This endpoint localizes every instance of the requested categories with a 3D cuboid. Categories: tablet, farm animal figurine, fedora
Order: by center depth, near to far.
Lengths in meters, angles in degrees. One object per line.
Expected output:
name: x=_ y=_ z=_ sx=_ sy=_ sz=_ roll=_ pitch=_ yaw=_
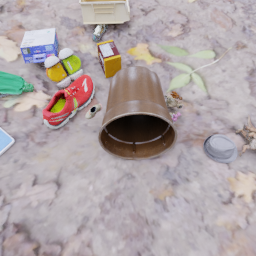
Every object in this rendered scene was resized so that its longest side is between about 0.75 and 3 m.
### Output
fedora: x=3.595 y=0.679 z=10.691 sx=1.343 sy=0.606 sz=1.188 roll=19 pitch=62 yaw=11
tablet: x=-5.870 y=0.386 z=11.116 sx=2.461 sy=0.168 sz=1.601 roll=35 pitch=66 yaw=19
farm animal figurine: x=1.857 y=-0.733 z=11.218 sx=0.653 sy=1.049 sz=1.299 roll=12 pitch=73 yaw=-25

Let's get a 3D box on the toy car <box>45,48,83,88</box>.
toy car: x=-2.882 y=-2.663 z=12.409 sx=1.600 sy=1.400 sz=1.200 roll=-36 pitch=28 yaw=-16

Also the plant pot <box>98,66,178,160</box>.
plant pot: x=0.323 y=-0.653 z=10.451 sx=2.747 sy=2.747 sz=2.719 roll=-1 pitch=51 yaw=0

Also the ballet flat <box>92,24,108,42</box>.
ballet flat: x=-1.389 y=-5.004 z=14.065 sx=0.547 sy=0.547 sz=1.520 roll=16 pitch=61 yaw=9

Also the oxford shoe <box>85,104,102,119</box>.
oxford shoe: x=-1.361 y=-0.615 z=10.459 sx=0.347 sy=0.939 sz=0.332 roll=-14 pitch=70 yaw=-51

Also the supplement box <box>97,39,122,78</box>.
supplement box: x=-0.837 y=-3.100 z=12.589 sx=0.761 sy=1.130 sz=1.146 roll=-18 pitch=61 yaw=-10

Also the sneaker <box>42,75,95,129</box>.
sneaker: x=-2.363 y=-1.229 z=11.437 sx=1.115 sy=1.230 sz=2.897 roll=27 pitch=63 yaw=15

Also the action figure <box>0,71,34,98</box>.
action figure: x=-5.554 y=-1.863 z=12.074 sx=2.919 sy=0.798 sz=1.724 roll=5 pitch=58 yaw=-5

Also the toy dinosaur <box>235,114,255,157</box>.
toy dinosaur: x=5.001 y=0.463 z=10.734 sx=1.370 sy=0.868 sz=2.021 roll=8 pitch=49 yaw=-3

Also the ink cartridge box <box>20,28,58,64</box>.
ink cartridge box: x=-3.993 y=-3.697 z=12.759 sx=1.482 sy=0.829 sz=2.172 roll=-9 pitch=39 yaw=-4

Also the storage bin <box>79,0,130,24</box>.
storage bin: x=-1.123 y=-6.344 z=14.205 sx=2.359 sy=1.114 sz=2.376 roll=-2 pitch=46 yaw=-1
